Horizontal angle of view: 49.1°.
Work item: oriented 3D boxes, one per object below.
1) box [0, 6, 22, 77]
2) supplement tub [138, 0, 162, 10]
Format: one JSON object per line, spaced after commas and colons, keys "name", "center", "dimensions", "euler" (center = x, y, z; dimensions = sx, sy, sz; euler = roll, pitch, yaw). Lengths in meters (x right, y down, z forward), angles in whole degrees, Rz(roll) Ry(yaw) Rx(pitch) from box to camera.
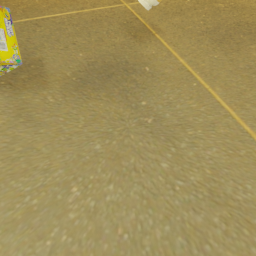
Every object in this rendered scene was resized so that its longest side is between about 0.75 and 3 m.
{"name": "box", "center": [-3.773, -2.220, 7.399], "dimensions": [1.488, 1.545, 0.942], "euler": [-13, -1, 35]}
{"name": "supplement tub", "center": [0.869, -4.544, 8.745], "dimensions": [1.439, 1.041, 1.041], "euler": [-39, 42, 23]}
